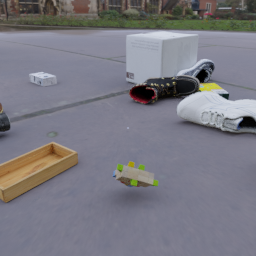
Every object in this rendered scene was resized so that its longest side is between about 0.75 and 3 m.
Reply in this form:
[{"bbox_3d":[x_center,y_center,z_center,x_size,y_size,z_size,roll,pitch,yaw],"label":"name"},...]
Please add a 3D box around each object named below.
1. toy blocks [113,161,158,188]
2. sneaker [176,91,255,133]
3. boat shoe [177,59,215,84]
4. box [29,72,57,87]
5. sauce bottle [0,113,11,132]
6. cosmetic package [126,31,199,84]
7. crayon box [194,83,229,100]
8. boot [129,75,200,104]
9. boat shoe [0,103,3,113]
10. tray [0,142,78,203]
[{"bbox_3d":[0.080,0.974,5.447,0.857,0.586,0.428,18,63,-17],"label":"toy blocks"},{"bbox_3d":[2.860,-0.427,8.513,2.769,1.032,1.206,5,29,13],"label":"sneaker"},{"bbox_3d":[3.481,-2.538,13.247,0.992,1.050,2.927,21,33,40],"label":"boat shoe"},{"bbox_3d":[-4.160,-2.396,13.694,0.768,0.396,1.316,-22,31,-40],"label":"box"},{"bbox_3d":[-4.492,0.172,7.328,2.670,0.864,0.864,-18,29,-41],"label":"sauce bottle"},{"bbox_3d":[1.636,-3.348,13.523,2.739,2.260,2.258,-21,31,-40],"label":"cosmetic package"},{"bbox_3d":[3.368,-1.469,11.557,1.015,0.406,1.598,-1,24,-3],"label":"crayon box"},{"bbox_3d":[1.403,-1.529,11.073,2.455,0.898,1.849,10,24,30],"label":"boot"},{"bbox_3d":[-4.758,-0.542,9.075,0.741,0.695,2.058,3,24,8],"label":"boat shoe"},{"bbox_3d":[-2.126,0.900,6.241,0.926,0.348,1.877,17,28,35],"label":"tray"}]
